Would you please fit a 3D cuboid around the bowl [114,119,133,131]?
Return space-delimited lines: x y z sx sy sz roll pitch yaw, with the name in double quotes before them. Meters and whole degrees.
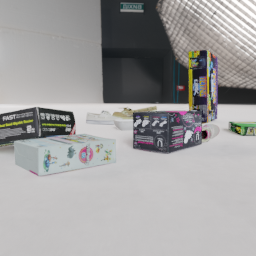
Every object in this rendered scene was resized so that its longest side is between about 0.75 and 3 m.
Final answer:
"bowl" -0.005 -0.111 9.453 0.881 0.329 0.879 -3 7 -16

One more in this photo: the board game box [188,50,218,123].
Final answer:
"board game box" 3.364 -1.759 12.346 0.835 2.947 2.436 1 7 28

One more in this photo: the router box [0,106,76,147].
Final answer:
"router box" -2.082 0.020 5.487 1.732 0.538 1.298 -9 -4 17

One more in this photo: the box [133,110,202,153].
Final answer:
"box" 0.868 0.035 6.018 0.923 0.801 1.397 4 6 41

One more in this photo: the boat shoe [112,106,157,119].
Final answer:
"boat shoe" 0.314 -0.714 13.198 2.193 0.687 0.804 2 7 15

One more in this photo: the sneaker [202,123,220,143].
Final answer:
"sneaker" 1.894 0.155 6.850 1.069 0.435 0.471 -13 13 -28

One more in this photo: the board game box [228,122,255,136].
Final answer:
"board game box" 4.654 0.019 8.415 2.841 0.333 1.489 1 9 7

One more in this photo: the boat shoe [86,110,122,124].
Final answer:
"boat shoe" -0.954 -0.441 11.334 1.604 0.560 0.569 2 7 21

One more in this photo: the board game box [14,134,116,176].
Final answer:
"board game box" -1.009 0.385 4.560 1.342 0.431 0.990 -6 9 -39
